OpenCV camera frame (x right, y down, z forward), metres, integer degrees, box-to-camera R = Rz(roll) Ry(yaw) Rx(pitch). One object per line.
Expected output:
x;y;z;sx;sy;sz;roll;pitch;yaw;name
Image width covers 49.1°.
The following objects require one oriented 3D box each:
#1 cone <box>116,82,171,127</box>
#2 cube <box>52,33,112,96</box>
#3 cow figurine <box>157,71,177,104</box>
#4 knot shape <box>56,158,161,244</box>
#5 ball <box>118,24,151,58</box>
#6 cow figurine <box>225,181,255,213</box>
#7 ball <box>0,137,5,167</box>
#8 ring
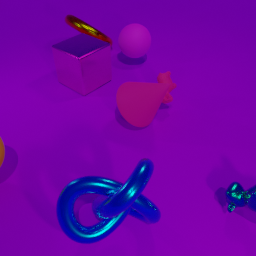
0.608;-0.839;7.105;1.312;1.317;1.312;16;63;-34;cone
-1.440;-2.075;9.018;1.313;1.313;1.313;30;49;30;cube
1.041;-1.152;8.007;0.481;0.876;0.862;-16;13;40;cow figurine
-0.137;1.204;4.802;1.901;1.779;0.878;6;46;-34;knot shape
0.240;-3.072;9.894;1.161;1.161;1.161;0;42;0;ball
2.398;1.393;5.248;1.081;1.064;0.594;37;57;19;cow figurine
-3.185;0.504;5.694;1.247;1.247;1.247;0;42;0;ball
-1.489;-3.707;10.752;2.019;0.404;2.019;29;12;-7;ring
